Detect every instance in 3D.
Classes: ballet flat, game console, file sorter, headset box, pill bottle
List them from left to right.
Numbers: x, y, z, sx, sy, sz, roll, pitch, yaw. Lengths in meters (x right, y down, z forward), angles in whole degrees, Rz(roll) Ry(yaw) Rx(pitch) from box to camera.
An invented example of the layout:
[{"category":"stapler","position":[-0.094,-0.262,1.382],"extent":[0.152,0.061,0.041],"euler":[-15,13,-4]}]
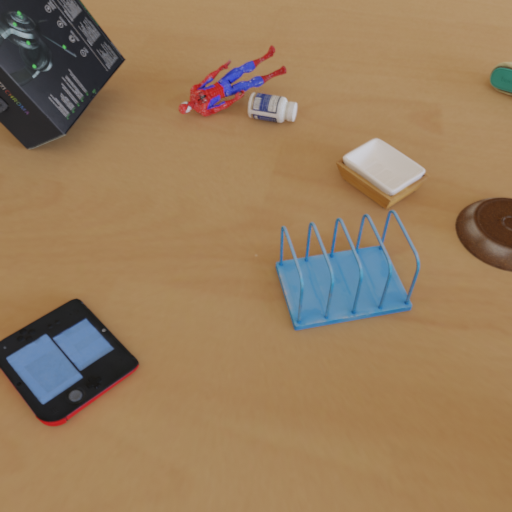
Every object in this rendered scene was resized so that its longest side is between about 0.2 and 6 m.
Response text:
[{"category":"headset box","position":[-3.995,-3.558,10.054],"extent":[1.211,2.273,2.611],"euler":[-8,46,36]},{"category":"game console","position":[-2.528,1.350,7.378],"extent":[1.379,0.242,1.559],"euler":[-36,58,-27]},{"category":"pill bottle","position":[0.321,-2.862,10.870],"extent":[0.889,0.493,0.493],"euler":[12,50,11]},{"category":"file sorter","position":[1.260,0.142,7.889],"extent":[1.725,1.058,1.197],"euler":[-9,50,-8]},{"category":"ballet flat","position":[5.762,-3.329,11.194],"extent":[0.761,0.761,2.191],"euler":[-32,56,-25]}]

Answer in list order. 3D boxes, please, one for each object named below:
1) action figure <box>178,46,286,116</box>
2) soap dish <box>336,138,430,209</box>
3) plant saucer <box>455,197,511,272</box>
[{"category":"action figure","position":[-0.523,-3.363,10.996],"extent":[2.260,0.584,0.739],"euler":[-31,98,-7]},{"category":"soap dish","position":[2.145,-1.403,9.589],"extent":[0.992,0.512,1.260],"euler":[-32,56,-25]},{"category":"plant saucer","position":[4.023,-0.435,8.901],"extent":[1.608,0.294,1.608],"euler":[0,48,-1]}]
